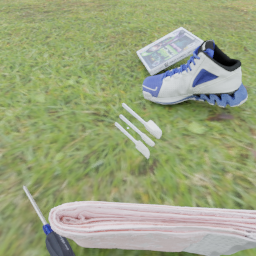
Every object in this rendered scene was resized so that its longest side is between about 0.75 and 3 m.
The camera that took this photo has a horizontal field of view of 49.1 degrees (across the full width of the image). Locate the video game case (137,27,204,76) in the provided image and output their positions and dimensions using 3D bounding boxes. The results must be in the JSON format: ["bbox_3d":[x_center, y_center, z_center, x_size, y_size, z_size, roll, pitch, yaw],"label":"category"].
[{"bbox_3d":[1.453,-2.885,10.281,2.045,0.263,2.249,-28,33,6],"label":"video game case"}]

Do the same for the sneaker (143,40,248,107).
[{"bbox_3d":[1.828,-1.588,7.789,2.864,1.654,1.157,5,38,23],"label":"sneaker"}]

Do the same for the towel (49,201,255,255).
[{"bbox_3d":[0.345,1.369,3.569,2.212,2.316,0.373,3,63,1],"label":"towel"}]

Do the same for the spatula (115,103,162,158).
[{"bbox_3d":[0.198,0.015,6.385,0.098,0.847,1.219,-22,55,-41],"label":"spatula"}]

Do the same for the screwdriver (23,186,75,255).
[{"bbox_3d":[-1.477,1.564,4.720,0.330,0.316,2.267,-16,30,-36],"label":"screwdriver"}]
